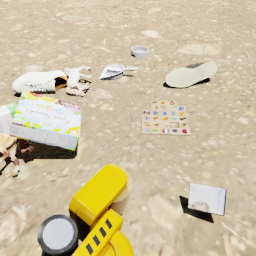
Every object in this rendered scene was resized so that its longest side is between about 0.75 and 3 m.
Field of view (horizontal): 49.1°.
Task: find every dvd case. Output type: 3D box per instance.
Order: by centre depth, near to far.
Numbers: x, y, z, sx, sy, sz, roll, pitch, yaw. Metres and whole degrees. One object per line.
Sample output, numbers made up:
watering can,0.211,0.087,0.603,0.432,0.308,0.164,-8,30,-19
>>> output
dvd case,2.033,1.841,7.234,0.944,0.673,0.083,5,-3,29

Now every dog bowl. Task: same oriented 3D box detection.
dog bowl,0.641,-4.083,14.961,1.021,0.299,1.021,-1,41,0

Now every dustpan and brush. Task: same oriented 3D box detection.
dustpan and brush,-0.402,-2.690,13.169,1.763,0.504,1.230,8,41,9

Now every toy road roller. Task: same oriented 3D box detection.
toy road roller,-0.524,2.427,6.376,2.027,1.707,2.777,33,54,16

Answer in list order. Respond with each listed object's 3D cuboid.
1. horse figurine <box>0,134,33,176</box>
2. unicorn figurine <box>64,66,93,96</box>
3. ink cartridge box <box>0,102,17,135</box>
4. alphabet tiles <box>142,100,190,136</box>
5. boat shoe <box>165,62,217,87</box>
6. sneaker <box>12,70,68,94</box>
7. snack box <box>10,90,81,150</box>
horse figurine,-4.435,0.762,8.961,2.898,0.723,1.921,-8,40,-7
unicorn figurine,-2.289,-2.249,12.451,1.384,0.744,2.015,1,43,8
ink cartridge box,-4.459,-0.164,9.831,1.391,1.015,0.585,-23,46,-25
alphabet tiles,1.421,-0.447,10.889,1.753,0.079,2.097,2,40,3
boat shoe,2.781,-2.402,12.692,2.403,0.879,0.753,-18,11,-8
sneaker,-3.687,-1.910,11.985,2.339,0.852,0.990,-21,42,-25
snack box,-2.529,-0.255,8.906,1.974,0.668,1.665,14,38,-17
